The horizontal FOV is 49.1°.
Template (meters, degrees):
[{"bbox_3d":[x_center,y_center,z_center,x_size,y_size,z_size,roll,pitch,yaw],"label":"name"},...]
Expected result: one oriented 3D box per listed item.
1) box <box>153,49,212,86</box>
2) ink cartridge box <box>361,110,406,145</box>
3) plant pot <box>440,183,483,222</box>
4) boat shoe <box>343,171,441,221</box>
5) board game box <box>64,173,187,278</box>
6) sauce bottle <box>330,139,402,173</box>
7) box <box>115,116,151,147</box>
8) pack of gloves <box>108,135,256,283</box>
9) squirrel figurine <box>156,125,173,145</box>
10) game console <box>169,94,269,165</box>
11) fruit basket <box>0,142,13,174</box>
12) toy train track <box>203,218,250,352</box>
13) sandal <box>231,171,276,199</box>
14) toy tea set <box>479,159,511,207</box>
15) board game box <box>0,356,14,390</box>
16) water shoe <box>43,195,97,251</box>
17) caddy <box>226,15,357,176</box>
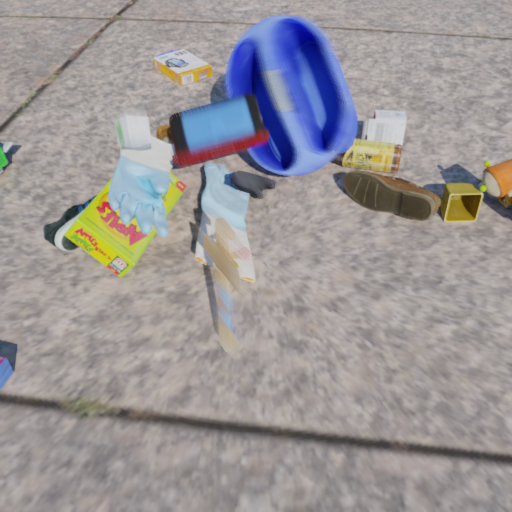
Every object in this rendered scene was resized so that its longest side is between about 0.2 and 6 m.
[{"bbox_3d":[-2.349,-5.926,17.461,1.132,0.394,1.902,-27,46,-26],"label":"box"},{"bbox_3d":[3.049,-2.923,13.575,0.986,1.124,0.471,5,42,6],"label":"ink cartridge box"},{"bbox_3d":[4.337,-1.213,12.053,0.708,0.704,0.725,-2,37,-2],"label":"plant pot"},{"bbox_3d":[2.942,-1.346,12.211,2.116,0.761,0.719,28,37,25],"label":"boat shoe"},{"bbox_3d":[-2.523,-0.947,11.268,1.331,0.624,2.621,40,42,-16],"label":"board game box"},{"bbox_3d":[2.342,-2.441,13.389,2.181,0.720,0.720,8,43,12],"label":"sauce bottle"},{"bbox_3d":[-2.256,-2.281,10.279,0.420,0.488,0.490,-4,4,44],"label":"box"},{"bbox_3d":[-1.273,-1.376,11.119,3.007,0.706,3.579,22,36,-21],"label":"pack of gloves"},{"bbox_3d":[-1.894,-2.981,13.965,1.008,0.764,1.080,-28,52,-36],"label":"squirrel figurine"},{"bbox_3d":[-0.781,-2.515,10.824,1.857,1.102,1.600,-16,7,1],"label":"game console"},{"bbox_3d":[-6.898,-2.132,13.102,1.907,0.894,1.766,-2,40,22],"label":"fruit basket"},{"bbox_3d":[-0.371,0.459,8.345,0.365,2.243,1.287,-13,35,-22],"label":"toy train track"},{"bbox_3d":[-0.138,-1.485,11.865,0.842,0.474,2.215,18,11,9],"label":"sandal"},{"bbox_3d":[5.361,-0.926,11.387,0.882,1.417,2.382,-28,46,3],"label":"toy tea set"},{"bbox_3d":[-5.280,2.257,8.329,2.263,0.491,2.252,10,44,11],"label":"board game box"},{"bbox_3d":[-3.532,-0.924,11.675,0.806,0.730,2.042,21,46,25],"label":"water shoe"},{"bbox_3d":[0.776,-3.471,12.407,2.478,3.505,1.840,-21,-5,24],"label":"caddy"}]
